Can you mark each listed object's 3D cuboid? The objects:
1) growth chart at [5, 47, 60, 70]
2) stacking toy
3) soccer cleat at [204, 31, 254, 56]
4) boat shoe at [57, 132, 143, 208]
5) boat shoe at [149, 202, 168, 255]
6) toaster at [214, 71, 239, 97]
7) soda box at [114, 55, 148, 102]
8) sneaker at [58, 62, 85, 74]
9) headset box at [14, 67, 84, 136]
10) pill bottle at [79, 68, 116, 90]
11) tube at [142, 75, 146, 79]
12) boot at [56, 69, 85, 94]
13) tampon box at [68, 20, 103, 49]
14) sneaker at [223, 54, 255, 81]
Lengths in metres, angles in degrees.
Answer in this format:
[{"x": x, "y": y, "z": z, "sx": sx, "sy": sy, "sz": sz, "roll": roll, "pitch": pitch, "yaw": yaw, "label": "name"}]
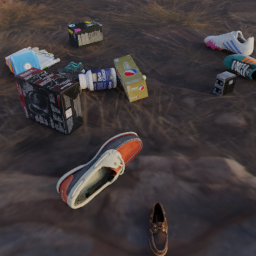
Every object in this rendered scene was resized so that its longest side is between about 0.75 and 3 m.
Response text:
[{"x": -4.624, "y": -3.403, "z": 13.663, "sx": 2.641, "sy": 0.234, "sz": 1.911, "roll": 25, "pitch": 43, "yaw": 29, "label": "growth chart"}, {"x": -4.877, "y": -2.813, "z": 12.418, "sx": 1.152, "sy": 1.218, "sz": 2.099, "roll": -29, "pitch": 32, "yaw": -35, "label": "stacking toy"}, {"x": 5.180, "y": -4.501, "z": 14.327, "sx": 0.938, "sy": 1.159, "sz": 2.685, "roll": -29, "pitch": 46, "yaw": -32, "label": "soccer cleat"}, {"x": -0.563, "y": 1.036, "z": 7.149, "sx": 2.594, "sy": 0.923, "sz": 0.812, "roll": -34, "pitch": 32, "yaw": -22, "label": "boat shoe"}, {"x": 0.663, "y": 2.207, "z": 6.236, "sx": 0.410, "sy": 0.410, "sz": 1.165, "roll": 0, "pitch": 39, "yaw": -3, "label": "boat shoe"}, {"x": 3.846, "y": -1.751, "z": 11.052, "sx": 0.874, "sy": 0.791, "sz": 0.519, "roll": -23, "pitch": 43, "yaw": -27, "label": "toaster"}, {"x": 0.079, "y": -2.061, "z": 11.350, "sx": 0.760, "sy": 0.804, "sz": 2.374, "roll": -18, "pitch": 40, "yaw": -3, "label": "soda box"}, {"x": -2.547, "y": -2.698, "z": 12.488, "sx": 1.196, "sy": 0.546, "sz": 0.464, "roll": -3, "pitch": 37, "yaw": -3, "label": "sneaker"}, {"x": -2.658, "y": -0.924, "z": 9.267, "sx": 2.240, "sy": 1.667, "sz": 0.865, "roll": 21, "pitch": 42, "yaw": 26, "label": "headset box"}, {"x": -1.233, "y": -1.946, "z": 11.301, "sx": 1.439, "sy": 0.799, "sz": 0.799, "roll": -9, "pitch": 38, "yaw": -10, "label": "pill bottle"}, {"x": 0.544, "y": -1.926, "z": 11.783, "sx": 0.205, "sy": 0.230, "sz": 0.791, "roll": 43, "pitch": 47, "yaw": -16, "label": "tube"}, {"x": -2.151, "y": -1.988, "z": 11.583, "sx": 1.607, "sy": 0.556, "sz": 1.399, "roll": 34, "pitch": 37, "yaw": 20, "label": "boot"}, {"x": -2.310, "y": -5.124, "z": 15.282, "sx": 1.556, "sy": 0.982, "sz": 1.166, "roll": -24, "pitch": 44, "yaw": -28, "label": "tampon box"}, {"x": 5.185, "y": -2.595, "z": 12.138, "sx": 2.251, "sy": 0.803, "sz": 0.899, "roll": 22, "pitch": 38, "yaw": 24, "label": "sneaker"}]
